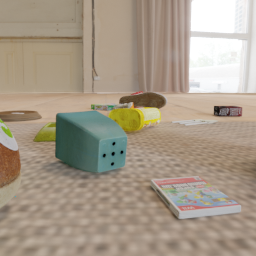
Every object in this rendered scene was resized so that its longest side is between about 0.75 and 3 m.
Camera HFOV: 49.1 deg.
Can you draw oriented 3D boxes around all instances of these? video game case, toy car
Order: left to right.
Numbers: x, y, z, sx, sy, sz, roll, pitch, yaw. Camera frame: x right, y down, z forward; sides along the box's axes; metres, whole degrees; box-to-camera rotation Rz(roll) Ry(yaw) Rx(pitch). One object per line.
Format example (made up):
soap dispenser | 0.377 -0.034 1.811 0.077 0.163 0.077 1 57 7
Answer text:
toy car | -2.332 -0.530 2.619 2.350 2.978 2.446 -3 10 -15
video game case | 0.767 0.812 3.442 0.726 0.089 1.016 -2 9 -12

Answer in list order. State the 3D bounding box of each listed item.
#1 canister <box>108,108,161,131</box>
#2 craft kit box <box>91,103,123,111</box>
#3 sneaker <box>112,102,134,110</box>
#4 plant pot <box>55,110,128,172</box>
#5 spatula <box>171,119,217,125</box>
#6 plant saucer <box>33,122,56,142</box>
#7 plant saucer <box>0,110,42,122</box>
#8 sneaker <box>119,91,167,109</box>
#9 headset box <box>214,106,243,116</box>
canister | 0.264 -0.312 8.734 1.114 0.649 1.499 1 7 31
craft kit box | -1.090 -1.159 15.280 1.321 0.324 1.337 4 9 40
sneaker | -0.227 -0.670 11.465 0.798 0.657 1.735 -10 3 -12
plant pot | -0.594 0.262 4.771 0.845 0.845 1.196 -7 20 -38
spatula | 2.374 -0.235 9.988 1.461 0.117 1.016 -4 11 -26
plant saucer | -1.678 0.058 7.426 1.373 0.329 1.375 -1 9 -6
plant saucer | -4.424 -0.497 11.153 1.902 0.280 1.902 1 9 0
sneaker | 1.036 -1.577 15.703 2.746 0.978 1.544 2 12 26
headset box | 4.397 -0.745 12.209 1.108 0.416 0.824 0 9 3
